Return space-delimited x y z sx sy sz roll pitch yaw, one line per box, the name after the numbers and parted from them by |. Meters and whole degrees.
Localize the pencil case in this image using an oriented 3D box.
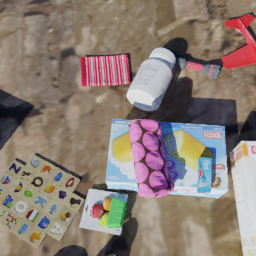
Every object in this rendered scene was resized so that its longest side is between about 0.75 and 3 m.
0.548 0.679 6.587 0.879 0.851 1.876 -10 71 3 | pencil case

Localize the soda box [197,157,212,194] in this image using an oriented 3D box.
1.805 1.125 6.624 0.278 0.263 0.818 7 67 3 | soda box

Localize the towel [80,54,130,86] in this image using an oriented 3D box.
-0.748 -1.885 9.103 1.587 0.178 1.148 -3 67 -2 | towel

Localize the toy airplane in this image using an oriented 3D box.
4.143 -2.891 9.391 2.515 0.463 2.515 1 65 -2 | toy airplane

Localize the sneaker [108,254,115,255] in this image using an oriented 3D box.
-0.766 4.193 5.991 1.483 0.940 2.638 40 66 9 | sneaker

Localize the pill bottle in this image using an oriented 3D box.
0.764 -1.494 8.460 1.026 1.026 1.794 22 67 9 | pill bottle

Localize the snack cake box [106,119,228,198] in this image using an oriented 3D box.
0.991 0.816 7.438 2.989 1.004 1.719 4 66 2 | snack cake box

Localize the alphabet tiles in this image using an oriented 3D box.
-2.464 1.875 7.484 2.366 0.075 1.969 26 68 11 | alphabet tiles

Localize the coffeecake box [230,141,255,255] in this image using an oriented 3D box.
3.942 1.826 6.961 2.205 1.050 2.873 1 66 0 | coffeecake box

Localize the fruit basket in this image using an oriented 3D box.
-0.610 2.142 7.212 1.095 0.513 1.014 2 63 19 | fruit basket

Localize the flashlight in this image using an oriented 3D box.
2.212 -1.938 8.973 1.378 0.467 0.468 15 68 5 | flashlight
